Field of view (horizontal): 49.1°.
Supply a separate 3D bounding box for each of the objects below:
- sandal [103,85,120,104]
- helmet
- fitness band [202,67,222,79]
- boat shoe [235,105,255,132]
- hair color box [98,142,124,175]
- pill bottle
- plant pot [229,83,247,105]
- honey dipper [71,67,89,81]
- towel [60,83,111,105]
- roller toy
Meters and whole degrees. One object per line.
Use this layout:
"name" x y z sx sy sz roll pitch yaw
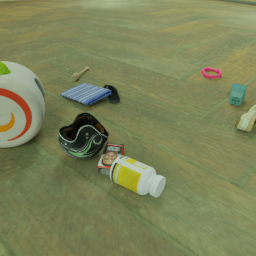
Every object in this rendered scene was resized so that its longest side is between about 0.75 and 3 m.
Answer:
"sandal" -0.717 -1.641 12.777 0.639 0.360 1.680 -10 34 -16
"helmet" -1.427 0.319 8.736 1.315 1.379 1.379 -43 34 10
"fitness band" 4.480 -2.951 14.979 0.973 0.254 1.355 2 31 4
"boat shoe" 4.679 -0.326 10.497 0.622 0.694 1.875 38 48 26
"hair color box" -0.501 0.943 8.656 0.599 0.362 1.181 5 33 7
"pill bottle" 0.265 1.336 7.628 1.416 0.793 0.793 20 37 29
"plant pot" 4.746 -1.417 12.190 0.648 0.648 0.917 13 40 20
"honey dipper" -2.499 -2.962 14.953 0.334 0.334 1.761 8 31 13
"towel" -1.896 -1.534 12.607 2.047 0.244 1.482 21 41 41
"roller toy" -4.142 -0.806 9.414 2.562 2.809 1.963 32 20 -27
